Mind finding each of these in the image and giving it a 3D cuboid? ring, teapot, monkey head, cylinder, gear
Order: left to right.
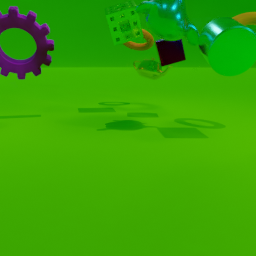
[{"bbox_3d":[-3.294,-2.489,8.378,2.066,2.066,0.382,-3,35,-13],"label":"gear"},{"bbox_3d":[0.340,-3.560,11.262,1.422,0.284,1.422,12,-13,3],"label":"ring"},{"bbox_3d":[0.677,-1.692,7.934,1.187,0.581,0.738,17,4,20],"label":"teapot"},{"bbox_3d":[1.075,-2.740,6.570,1.846,1.112,1.328,20,-35,-27],"label":"monkey head"},{"bbox_3d":[2.243,-1.860,6.350,1.080,1.080,1.080,0,31,0],"label":"cylinder"},{"bbox_3d":[3.118,-2.385,7.364,1.596,1.596,0.319,8,-21,29],"label":"ring"}]

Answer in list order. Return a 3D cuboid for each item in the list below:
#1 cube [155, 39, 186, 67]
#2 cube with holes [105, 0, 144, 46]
[{"bbox_3d":[1.322,-2.463,8.849,0.774,0.774,0.774,-14,19,8],"label":"cube"},{"bbox_3d":[-0.138,-3.514,9.330,1.005,1.005,1.005,-15,34,4],"label":"cube with holes"}]
